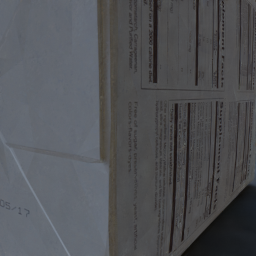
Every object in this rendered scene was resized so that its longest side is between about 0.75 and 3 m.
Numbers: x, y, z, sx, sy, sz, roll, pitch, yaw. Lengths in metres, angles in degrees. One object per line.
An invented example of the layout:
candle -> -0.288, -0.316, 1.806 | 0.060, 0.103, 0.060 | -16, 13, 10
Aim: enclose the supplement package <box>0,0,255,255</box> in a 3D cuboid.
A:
supplement package -> -0.091, -0.319, 2.846 | 2.137, 2.121, 2.816 | 5, 9, 36
